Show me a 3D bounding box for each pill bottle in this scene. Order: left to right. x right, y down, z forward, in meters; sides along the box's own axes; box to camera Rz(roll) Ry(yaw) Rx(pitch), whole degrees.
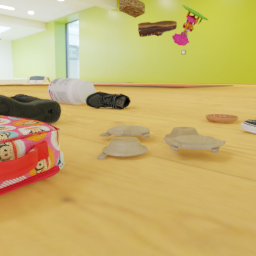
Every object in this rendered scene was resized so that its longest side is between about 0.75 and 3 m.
[{"bbox_3d":[-2.831,-1.843,14.089,2.289,1.298,1.298,9,14,38],"label":"pill bottle"}]

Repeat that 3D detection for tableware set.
[{"bbox_3d":[0.636,0.248,6.012,2.715,0.315,2.268,1,9,8],"label":"tableware set"}]

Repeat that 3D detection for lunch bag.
[{"bbox_3d":[-2.001,0.375,3.718,1.956,0.910,2.221,7,13,32],"label":"lunch bag"}]

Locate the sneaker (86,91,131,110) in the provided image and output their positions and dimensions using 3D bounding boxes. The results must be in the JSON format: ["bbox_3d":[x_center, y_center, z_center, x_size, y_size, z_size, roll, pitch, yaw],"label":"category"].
[{"bbox_3d":[-0.806,-1.207,12.238,1.992,0.761,1.141,2,3,-17],"label":"sneaker"}]

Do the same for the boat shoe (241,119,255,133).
[{"bbox_3d":[3.932,-0.134,7.073,1.983,0.631,0.701,5,12,23],"label":"boat shoe"}]

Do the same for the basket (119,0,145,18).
[{"bbox_3d":[0.195,-4.963,11.074,1.015,0.756,0.725,5,-8,-43],"label":"basket"}]

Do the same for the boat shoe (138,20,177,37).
[{"bbox_3d":[0.796,-2.673,7.577,1.054,0.371,0.371,2,39,15],"label":"boat shoe"}]

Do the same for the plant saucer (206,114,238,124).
[{"bbox_3d":[3.043,-0.301,9.106,1.016,0.190,1.016,0,12,0],"label":"plant saucer"}]

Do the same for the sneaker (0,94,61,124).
[{"bbox_3d":[-3.433,-0.509,8.261,1.468,0.979,2.562,7,10,40],"label":"sneaker"}]

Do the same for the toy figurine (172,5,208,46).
[{"bbox_3d":[1.604,-2.743,7.707,0.784,0.961,1.044,31,28,1],"label":"toy figurine"}]
